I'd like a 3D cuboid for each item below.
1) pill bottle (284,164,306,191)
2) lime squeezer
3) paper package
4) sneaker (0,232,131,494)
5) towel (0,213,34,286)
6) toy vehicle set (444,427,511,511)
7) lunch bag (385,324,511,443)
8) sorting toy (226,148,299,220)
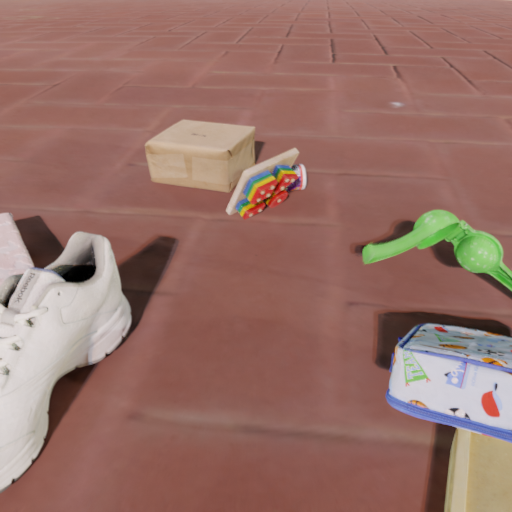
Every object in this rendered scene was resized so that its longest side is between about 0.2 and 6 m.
[{"bbox_3d":[0.496,-1.565,11.322,0.940,0.524,0.524,-5,31,-9],"label":"pill bottle"},{"bbox_3d":[2.687,0.027,7.082,3.349,0.632,1.183,20,32,-24],"label":"lime squeezer"},{"bbox_3d":[-1.114,-2.187,11.956,1.831,0.947,1.745,9,32,17],"label":"paper package"},{"bbox_3d":[-2.586,1.006,5.981,1.315,1.537,3.529,13,38,10],"label":"sneaker"},{"bbox_3d":[-4.871,0.435,7.834,3.304,0.533,3.156,-17,32,-25],"label":"towel"},{"bbox_3d":[2.456,2.947,3.781,2.430,0.518,3.911,11,33,18],"label":"toy vehicle set"},{"bbox_3d":[2.222,1.229,5.812,1.666,0.786,2.080,8,3,23],"label":"lunch bag"},{"bbox_3d":[0.199,-1.234,10.248,1.249,1.257,0.437,-29,73,-31],"label":"sorting toy"}]
